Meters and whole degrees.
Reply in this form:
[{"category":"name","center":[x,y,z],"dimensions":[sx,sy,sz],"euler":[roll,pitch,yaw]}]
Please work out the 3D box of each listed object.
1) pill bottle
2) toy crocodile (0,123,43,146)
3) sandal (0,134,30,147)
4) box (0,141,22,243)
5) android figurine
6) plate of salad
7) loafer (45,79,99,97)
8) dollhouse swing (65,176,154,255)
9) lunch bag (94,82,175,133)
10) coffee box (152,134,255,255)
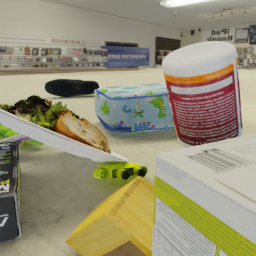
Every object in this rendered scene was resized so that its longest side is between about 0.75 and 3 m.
[{"category":"pill bottle","center":[1.406,-0.337,5.083],"dimensions":[1.220,2.160,1.220],"euler":[-13,28,7]},{"category":"toy crocodile","center":[-2.941,0.033,7.185],"dimensions":[2.384,0.736,0.805],"euler":[9,56,26]},{"category":"sandal","center":[-2.825,0.479,6.111],"dimensions":[1.581,0.389,0.643],"euler":[-20,6,-21]},{"category":"box","center":[-2.991,0.917,3.859],"dimensions":[2.828,0.626,2.266],"euler":[-6,16,-20]},{"category":"android figurine","center":[-0.150,0.754,4.997],"dimensions":[0.953,0.215,1.047],"euler":[-2,0,-31]},{"category":"plate of salad","center":[-1.314,-0.094,5.179],"dimensions":[2.971,0.714,2.971],"euler":[22,-4,1]},{"category":"loafer","center":[-2.956,-2.113,14.915],"dimensions":[2.846,0.966,0.999],"euler":[-2,6,-15]},{"category":"dollhouse swing","center":[0.058,1.266,3.404],"dimensions":[0.962,0.931,1.059],"euler":[-39,-2,26]},{"category":"lunch bag","center":[0.529,-0.732,8.752],"dimensions":[2.984,1.230,2.399],"euler":[-7,19,-19]},{"category":"coffee box","center":[1.141,0.947,2.207],"dimensions":[1.408,1.395,1.410],"euler":[-8,17,-27]}]
